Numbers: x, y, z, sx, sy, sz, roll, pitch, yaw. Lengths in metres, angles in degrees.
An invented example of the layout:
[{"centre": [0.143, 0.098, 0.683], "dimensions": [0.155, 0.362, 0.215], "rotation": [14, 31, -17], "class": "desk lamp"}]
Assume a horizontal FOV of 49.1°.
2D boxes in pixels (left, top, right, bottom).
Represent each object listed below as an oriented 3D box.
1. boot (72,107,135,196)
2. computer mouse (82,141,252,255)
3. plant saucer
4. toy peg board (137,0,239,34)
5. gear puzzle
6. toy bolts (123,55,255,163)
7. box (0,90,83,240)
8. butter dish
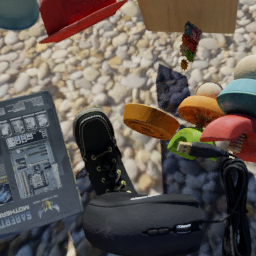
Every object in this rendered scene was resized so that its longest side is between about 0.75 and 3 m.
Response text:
[{"centre": [-0.265, 0.741, 4.528], "dimensions": [0.699, 1.935, 1.462], "rotation": [-21, 46, -14], "class": "boot"}, {"centre": [0.492, 0.909, 3.456], "dimensions": [2.175, 0.501, 1.527], "rotation": [4, 89, 5], "class": "computer mouse"}, {"centre": [-2.982, -3.047, 6.600], "dimensions": [1.794, 1.794, 0.323], "rotation": [2, 66, 1], "class": "plant saucer"}, {"centre": [1.455, -3.539, 6.694], "dimensions": [2.374, 2.384, 1.166], "rotation": [9, 71, 20], "class": "toy peg board"}, {"centre": [1.434, -1.952, 6.873], "dimensions": [0.159, 1.211, 0.627], "rotation": [-18, 51, -22], "class": "gear puzzle"}, {"centre": [1.266, -0.449, 4.678], "dimensions": [2.138, 2.238, 1.552], "rotation": [26, 77, -24], "class": "toy bolts"}, {"centre": [-1.579, 0.514, 3.129], "dimensions": [1.849, 0.472, 1.458], "rotation": [-16, 82, -11], "class": "box"}, {"centre": [-1.287, -2.919, 6.416], "dimensions": [1.880, 1.394, 1.885], "rotation": [-37, 23, -27], "class": "butter dish"}]
